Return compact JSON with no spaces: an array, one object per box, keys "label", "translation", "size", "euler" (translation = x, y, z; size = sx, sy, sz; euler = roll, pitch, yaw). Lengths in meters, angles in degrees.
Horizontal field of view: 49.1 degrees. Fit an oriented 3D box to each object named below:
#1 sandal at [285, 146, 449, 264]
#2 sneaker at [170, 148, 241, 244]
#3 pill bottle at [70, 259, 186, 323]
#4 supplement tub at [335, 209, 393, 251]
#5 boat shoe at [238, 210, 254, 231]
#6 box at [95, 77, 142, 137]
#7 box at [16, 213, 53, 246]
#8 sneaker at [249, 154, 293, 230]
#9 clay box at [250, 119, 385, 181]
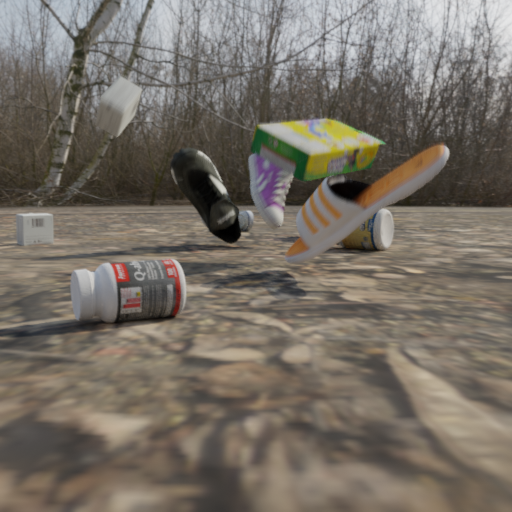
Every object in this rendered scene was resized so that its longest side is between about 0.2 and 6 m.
[{"label":"sandal","translation":[1.388,-0.920,8.100],"size":[2.788,0.799,1.068],"euler":[-36,11,25]},{"label":"sneaker","translation":[-0.918,-1.178,11.944],"size":[0.890,2.679,1.212],"euler":[-36,53,-7]},{"label":"pill bottle","translation":[-1.207,0.335,5.293],"size":[0.976,0.565,0.565],"euler":[-4,8,-28]},{"label":"supplement tub","translation":[2.217,-0.574,11.906],"size":[1.203,0.870,0.870],"euler":[4,8,33]},{"label":"boat shoe","translation":[-0.721,-1.112,17.688],"size":[0.757,0.656,1.775],"euler":[-3,5,-25]},{"label":"box","translation":[-1.730,-1.870,7.035],"size":[0.327,0.500,0.498],"euler":[30,-36,-6]},{"label":"box","translation":[-5.146,-0.617,13.020],"size":[0.712,0.715,0.468],"euler":[-6,11,-40]},{"label":"sneaker","translation":[0.534,-1.702,12.642],"size":[1.228,2.154,0.781],"euler":[-23,-30,24]},{"label":"clay box","translation":[1.171,-1.949,10.022],"size":[2.285,0.544,1.313],"euler":[-16,41,-43]}]
